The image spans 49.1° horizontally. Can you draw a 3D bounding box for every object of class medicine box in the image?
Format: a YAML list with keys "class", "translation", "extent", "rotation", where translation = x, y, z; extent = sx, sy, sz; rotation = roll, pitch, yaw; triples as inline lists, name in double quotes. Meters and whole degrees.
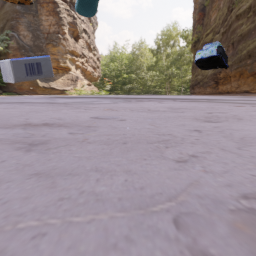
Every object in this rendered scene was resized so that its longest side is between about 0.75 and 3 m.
- class: "medicine box"
  translation: [-3.251, -1.883, 8.962]
  extent: [1.251, 0.707, 1.373]
  rotation: [-16, 20, -33]

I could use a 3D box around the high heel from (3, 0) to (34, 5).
- class: "high heel"
  translation: [-2.763, -2.783, 5.452]
  extent: [1.613, 0.576, 1.150]
  rotation: [30, 33, -9]

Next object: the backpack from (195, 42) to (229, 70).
- class: "backpack"
  translation: [3.376, -2.880, 11.404]
  extent: [1.176, 0.865, 1.077]
  rotation: [-7, -25, 37]

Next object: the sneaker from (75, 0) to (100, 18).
- class: "sneaker"
  translation: [-0.701, -3.038, 5.592]
  extent: [0.596, 0.978, 1.498]
  rotation: [12, -17, -21]
